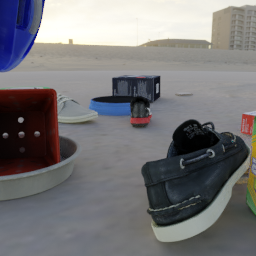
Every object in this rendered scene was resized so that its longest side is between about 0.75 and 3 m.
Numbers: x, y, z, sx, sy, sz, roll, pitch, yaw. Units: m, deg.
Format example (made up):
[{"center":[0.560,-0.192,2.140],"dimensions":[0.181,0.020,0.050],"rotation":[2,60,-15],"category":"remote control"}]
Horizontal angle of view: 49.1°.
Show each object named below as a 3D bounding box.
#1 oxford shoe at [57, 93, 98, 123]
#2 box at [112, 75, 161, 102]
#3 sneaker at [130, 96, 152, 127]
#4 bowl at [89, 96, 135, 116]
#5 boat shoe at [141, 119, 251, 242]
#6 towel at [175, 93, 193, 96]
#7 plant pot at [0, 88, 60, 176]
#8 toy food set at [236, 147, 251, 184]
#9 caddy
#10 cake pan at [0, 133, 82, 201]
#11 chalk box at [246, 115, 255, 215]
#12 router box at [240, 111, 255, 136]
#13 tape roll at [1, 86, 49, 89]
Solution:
[{"center":[-2.238,-0.710,9.349],"dimensions":[2.907,0.839,1.093],"rotation":[13,16,35],"category":"oxford shoe"},{"center":[0.467,-1.979,13.767],"dimensions":[1.989,1.137,2.184],"rotation":[2,14,14],"category":"box"},{"center":[0.420,-0.603,8.828],"dimensions":[0.630,0.871,1.783],"rotation":[-1,12,8],"category":"sneaker"},{"center":[-0.380,-0.924,10.965],"dimensions":[2.317,0.455,2.317],"rotation":[0,14,0],"category":"bowl"},{"center":[0.990,0.372,4.024],"dimensions":[1.098,0.975,2.939],"rotation":[-26,1,38],"category":"boat shoe"},{"center":[3.065,-1.863,15.388],"dimensions":[0.849,0.146,0.562],"rotation":[-4,15,-18],"category":"towel"},{"center":[-1.931,0.112,4.910],"dimensions":[1.406,1.405,1.239],"rotation":[-3,-1,-14],"category":"plant pot"},{"center":[2.019,0.531,5.332],"dimensions":[1.142,0.332,1.654],"rotation":[-4,14,-16],"category":"toy food set"},{"center":[-2.275,-2.357,5.224],"dimensions":[1.412,2.691,1.902],"rotation":[25,37,-1],"category":"caddy"},{"center":[-2.011,0.589,4.872],"dimensions":[2.396,0.439,2.396],"rotation":[0,14,0],"category":"cake pan"},{"center":[2.262,0.672,2.702],"dimensions":[1.329,1.322,2.136],"rotation":[-1,13,-2],"category":"chalk box"},{"center":[4.524,-0.072,7.271],"dimensions":[2.305,0.563,2.069],"rotation":[-9,17,-33],"category":"router box"},{"center":[-4.989,-1.625,13.532],"dimensions":[2.431,0.584,2.431],"rotation":[0,14,0],"category":"tape roll"}]
